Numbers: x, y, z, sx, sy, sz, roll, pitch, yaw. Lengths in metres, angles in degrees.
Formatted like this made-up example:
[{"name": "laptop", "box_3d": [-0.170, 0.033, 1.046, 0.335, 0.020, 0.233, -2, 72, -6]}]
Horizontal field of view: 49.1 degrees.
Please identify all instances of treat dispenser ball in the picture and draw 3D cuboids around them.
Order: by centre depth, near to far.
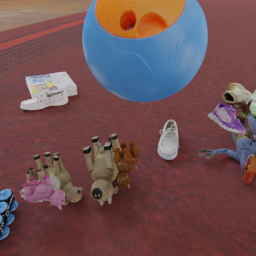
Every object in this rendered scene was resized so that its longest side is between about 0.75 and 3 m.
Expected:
[{"name": "treat dispenser ball", "box_3d": [0.322, -1.759, 5.643, 2.464, 2.464, 2.464, 0, 31, 0]}]

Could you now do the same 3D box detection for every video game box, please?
[{"name": "video game box", "box_3d": [-3.002, -1.643, 10.880, 1.629, 0.419, 1.788, -11, 32, -22]}]

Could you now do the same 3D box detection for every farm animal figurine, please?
[{"name": "farm animal figurine", "box_3d": [-0.958, 1.081, 5.783, 2.363, 1.188, 1.908, -18, 16, -22]}]

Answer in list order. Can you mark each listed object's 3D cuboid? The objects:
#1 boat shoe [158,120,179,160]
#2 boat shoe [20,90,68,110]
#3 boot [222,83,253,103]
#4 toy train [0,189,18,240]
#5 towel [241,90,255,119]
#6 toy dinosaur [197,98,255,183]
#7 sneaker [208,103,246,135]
[{"name": "boat shoe", "box_3d": [1.138, 0.207, 7.561, 0.552, 0.636, 1.493, 7, 32, 12]}, {"name": "boat shoe", "box_3d": [-2.914, -1.029, 9.702, 1.621, 0.562, 0.574, -14, 34, -22]}, {"name": "boot", "box_3d": [3.799, -1.274, 10.198, 0.945, 0.441, 1.223, -8, 36, -21]}, {"name": "toy train", "box_3d": [-2.565, 1.656, 5.312, 0.684, 0.519, 1.197, -10, 33, 1]}, {"name": "towel", "box_3d": [5.055, -0.667, 9.246, 2.005, 0.412, 2.688, 23, 40, 28]}, {"name": "toy dinosaur", "box_3d": [3.101, 0.371, 6.949, 2.487, 1.306, 2.257, 10, 51, -13]}, {"name": "sneaker", "box_3d": [1.990, -0.211, 5.536, 0.398, 0.437, 0.989, 19, 18, -26]}]
